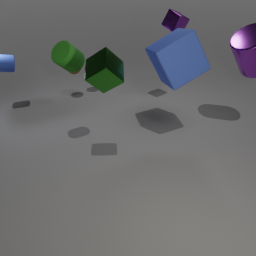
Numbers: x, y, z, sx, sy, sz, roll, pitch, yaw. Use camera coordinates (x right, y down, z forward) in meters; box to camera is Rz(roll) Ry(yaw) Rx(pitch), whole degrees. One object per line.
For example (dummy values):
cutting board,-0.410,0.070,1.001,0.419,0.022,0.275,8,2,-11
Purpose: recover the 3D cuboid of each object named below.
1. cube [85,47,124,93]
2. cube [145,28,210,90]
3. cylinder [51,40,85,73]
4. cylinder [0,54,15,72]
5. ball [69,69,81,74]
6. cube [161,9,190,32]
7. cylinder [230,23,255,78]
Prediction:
cube,-0.580,-1.422,6.972,0.700,0.700,0.700,-23,54,31
cube,1.626,-2.335,9.374,1.400,1.400,1.400,-31,24,2
cylinder,-1.718,-2.034,8.054,0.700,0.700,0.700,18,-4,29
cylinder,-5.086,-2.665,11.555,0.700,0.700,0.700,-4,28,-29
ball,-2.561,-2.889,13.219,0.700,0.700,0.700,0,29,0
cube,1.939,-4.338,11.455,0.700,0.700,0.700,-9,47,-49
cylinder,4.543,-2.763,10.040,1.400,1.400,1.400,-22,43,22
